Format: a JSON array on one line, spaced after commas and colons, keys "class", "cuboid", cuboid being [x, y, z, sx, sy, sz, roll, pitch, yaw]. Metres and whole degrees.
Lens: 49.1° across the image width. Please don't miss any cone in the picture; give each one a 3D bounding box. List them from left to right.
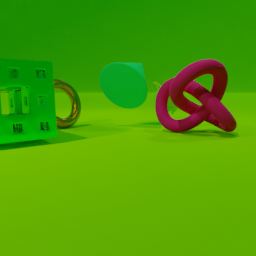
[{"class": "cone", "cuboid": [0.124, -1.377, 7.221, 1.272, 1.272, 1.277, 4, 39, 27]}]

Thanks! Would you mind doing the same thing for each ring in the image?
[{"class": "ring", "cuboid": [-1.705, -0.617, 7.058, 0.254, 1.271, 1.271, -15, -3, 39]}]

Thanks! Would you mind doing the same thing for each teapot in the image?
[{"class": "teapot", "cuboid": [1.078, -0.819, 7.908, 0.757, 1.217, 0.596, -46, 25, -15]}]

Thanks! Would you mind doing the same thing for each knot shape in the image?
[{"class": "knot shape", "cuboid": [1.345, -0.549, 6.085, 1.755, 1.875, 0.867, -8, 38, 39]}]

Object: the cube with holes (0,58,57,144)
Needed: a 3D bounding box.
[{"class": "cube with holes", "cuboid": [-2.241, -0.469, 5.112, 1.353, 1.353, 1.353, -6, 6, -37]}]
